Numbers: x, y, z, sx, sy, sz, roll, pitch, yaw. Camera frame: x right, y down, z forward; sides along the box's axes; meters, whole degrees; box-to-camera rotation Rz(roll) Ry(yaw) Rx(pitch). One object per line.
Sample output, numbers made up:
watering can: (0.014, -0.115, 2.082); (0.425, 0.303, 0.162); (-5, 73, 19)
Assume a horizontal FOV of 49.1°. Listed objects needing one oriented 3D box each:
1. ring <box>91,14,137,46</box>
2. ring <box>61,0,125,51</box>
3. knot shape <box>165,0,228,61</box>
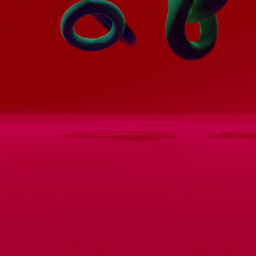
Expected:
ring: (-0.527, -3.239, 8.548); (1.976, 0.395, 1.976); (41, 7, -6)
ring: (-0.572, -1.667, 4.637); (1.066, 0.213, 1.066); (-10, -24, -4)
knot shape: (1.091, -2.239, 4.427); (0.914, 1.979, 1.852); (3, -16, 8)
